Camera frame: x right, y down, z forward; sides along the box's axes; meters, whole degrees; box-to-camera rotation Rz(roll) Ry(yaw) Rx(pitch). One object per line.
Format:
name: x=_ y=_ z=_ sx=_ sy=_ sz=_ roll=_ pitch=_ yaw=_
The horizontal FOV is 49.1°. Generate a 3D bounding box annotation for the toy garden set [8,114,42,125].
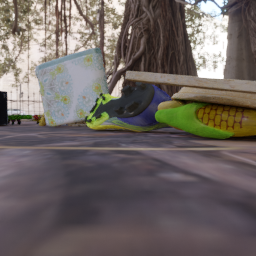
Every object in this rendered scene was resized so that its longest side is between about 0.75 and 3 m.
toy garden set: x=-5.107 y=-0.374 z=13.327 sx=1.996 sy=0.478 sz=2.394 roll=-4 pitch=3 yaw=-41

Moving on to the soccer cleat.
soccer cleat: x=-0.039 y=-0.202 z=5.259 sx=1.045 sy=0.807 sz=2.497 roll=32 pitch=-18 yaw=-24

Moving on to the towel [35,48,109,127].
towel: x=-1.484 y=-1.034 z=7.527 sx=2.075 sy=1.777 sz=0.500 roll=-10 pitch=4 yaw=24

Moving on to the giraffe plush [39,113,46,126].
giraffe plush: x=-2.414 y=-0.374 z=9.267 sx=0.757 sy=0.806 sz=0.934 roll=23 pitch=-31 yaw=-13

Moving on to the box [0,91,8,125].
box: x=-5.616 y=-0.715 z=10.284 sx=2.091 sy=1.289 sz=2.074 roll=-1 pitch=0 yaw=-28

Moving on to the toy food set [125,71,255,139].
toy food set: x=1.389 y=-0.135 z=3.560 sx=1.968 sy=0.572 sz=2.851 roll=12 pitch=6 yaw=34

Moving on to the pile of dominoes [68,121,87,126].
pile of dominoes: x=-1.055 y=-0.228 z=9.816 sx=2.024 sy=0.322 sz=1.578 roll=-1 pitch=2 yaw=-18
